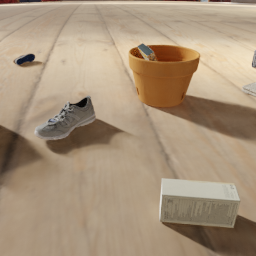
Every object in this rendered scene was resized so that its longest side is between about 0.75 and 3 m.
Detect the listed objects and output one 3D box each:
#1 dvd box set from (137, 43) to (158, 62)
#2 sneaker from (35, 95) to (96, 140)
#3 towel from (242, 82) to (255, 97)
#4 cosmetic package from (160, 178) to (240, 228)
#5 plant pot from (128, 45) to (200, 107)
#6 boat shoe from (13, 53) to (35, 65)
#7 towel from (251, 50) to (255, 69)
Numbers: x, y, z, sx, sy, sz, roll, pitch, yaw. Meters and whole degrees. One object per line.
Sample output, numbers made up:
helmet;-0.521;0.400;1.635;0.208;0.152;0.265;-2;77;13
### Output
dvd box set;1.014;-2.026;10.046;0.280;1.904;1.393;-31;31;4
sneaker;-1.888;-0.360;8.359;0.810;0.889;2.168;20;35;31
towel;5.343;-1.347;10.731;1.123;0.292;1.695;-17;34;-24
cosmetic package;1.326;1.436;5.382;1.408;0.729;0.515;4;29;6
plant pot;1.256;-1.890;10.180;2.495;1.747;2.495;0;30;0
boat shoe;-5.410;-3.626;14.571;0.442;0.442;1.223;18;34;31
towel;6.498;-3.429;13.744;0.758;0.915;0.392;-21;37;-30
